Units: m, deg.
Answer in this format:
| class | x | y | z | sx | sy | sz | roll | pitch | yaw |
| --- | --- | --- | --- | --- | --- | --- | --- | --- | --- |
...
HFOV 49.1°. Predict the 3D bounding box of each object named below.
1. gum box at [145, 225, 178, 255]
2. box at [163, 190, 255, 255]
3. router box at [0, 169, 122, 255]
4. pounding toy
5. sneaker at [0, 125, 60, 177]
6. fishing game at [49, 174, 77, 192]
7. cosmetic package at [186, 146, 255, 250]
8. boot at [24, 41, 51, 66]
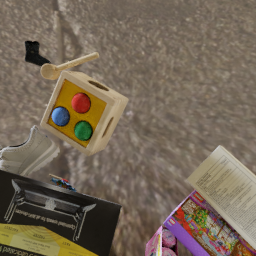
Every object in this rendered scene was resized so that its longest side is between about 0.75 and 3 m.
| class | x | y | z | sx | sy | sz | roll | pitch | yaw |
| --- | --- | --- | --- | --- | --- | --- | --- | --- | --- |
| gum box | 0.659 | 2.713 | 5.618 | 0.414 | 0.710 | 1.251 | 27 | 27 | -6 |
| box | 1.838 | 2.368 | 6.087 | 1.908 | 0.373 | 1.305 | 44 | 36 | 17 |
| router box | -1.843 | 2.357 | 5.747 | 2.959 | 0.773 | 2.327 | 19 | 66 | -6 |
| pounding toy | -1.398 | -0.932 | 7.209 | 2.547 | 1.165 | 2.237 | 31 | 107 | 13 |
| sneaker | -2.993 | 0.933 | 6.881 | 2.536 | 0.947 | 1.040 | -40 | 107 | -23 |
| fishing game | -1.544 | 1.383 | 6.634 | 0.685 | 0.956 | 0.149 | 18 | 61 | 16 |
| cosmetic package | 2.609 | 1.587 | 6.400 | 1.172 | 0.989 | 2.267 | -48 | 69 | 12 |
| boot | -2.796 | -2.314 | 8.699 | 0.832 | 0.699 | 0.318 | 12 | 43 | -12 |
